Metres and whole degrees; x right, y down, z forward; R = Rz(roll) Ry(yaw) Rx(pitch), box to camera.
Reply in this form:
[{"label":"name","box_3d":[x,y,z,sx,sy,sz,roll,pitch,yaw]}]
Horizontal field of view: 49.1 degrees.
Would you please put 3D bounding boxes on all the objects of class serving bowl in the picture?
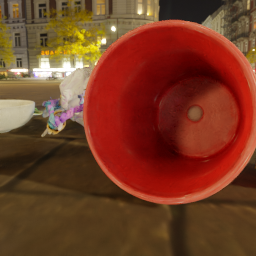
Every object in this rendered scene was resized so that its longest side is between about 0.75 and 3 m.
[{"label":"serving bowl","box_3d":[-4.367,-0.344,8.907,2.739,0.901,2.739,0,12,0]}]

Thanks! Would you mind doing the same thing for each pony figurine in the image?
[{"label":"pony figurine","box_3d":[-1.763,-0.676,9.100,2.381,2.054,2.467,-34,20,-4]}]

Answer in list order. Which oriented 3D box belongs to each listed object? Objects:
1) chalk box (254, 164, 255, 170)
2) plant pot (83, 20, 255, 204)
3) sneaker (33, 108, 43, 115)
[{"label":"chalk box","box_3d":[3.240,0.404,4.770,1.699,1.061,1.053,0,11,4]},{"label":"plant pot","box_3d":[0.938,-0.238,4.882,2.628,2.628,2.325,6,3,27]},{"label":"sneaker","box_3d":[-4.088,-0.765,12.375,0.830,0.368,0.319,-6,13,-27]}]
